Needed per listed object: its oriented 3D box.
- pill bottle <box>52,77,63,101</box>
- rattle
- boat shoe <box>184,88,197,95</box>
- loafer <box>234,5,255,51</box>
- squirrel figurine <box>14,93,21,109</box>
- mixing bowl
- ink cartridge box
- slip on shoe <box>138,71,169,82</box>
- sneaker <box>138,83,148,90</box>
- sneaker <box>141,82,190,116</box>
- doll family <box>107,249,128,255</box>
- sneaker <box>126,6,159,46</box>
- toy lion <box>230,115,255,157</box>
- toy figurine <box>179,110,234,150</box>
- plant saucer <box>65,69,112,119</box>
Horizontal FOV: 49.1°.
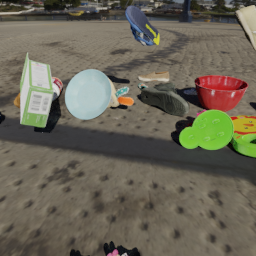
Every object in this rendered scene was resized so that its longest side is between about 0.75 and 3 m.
[{"bbox_3d":[-3.661,-1.839,13.428,0.839,0.839,1.532,-2,26,-3],"label":"pill bottle"},{"bbox_3d":[-1.127,-1.295,11.671,1.647,1.501,2.306,-8,32,-39],"label":"rattle"},{"bbox_3d":[3.284,-1.867,14.085,0.952,0.311,0.350,3,27,6],"label":"boat shoe"},{"bbox_3d":[3.597,-2.778,7.922,0.562,1.647,0.623,-31,46,26],"label":"loafer"},{"bbox_3d":[-4.318,-1.493,12.289,1.423,1.007,1.328,-14,50,36],"label":"squirrel figurine"},{"bbox_3d":[3.961,-1.422,12.191,2.212,1.198,2.212,0,26,0],"label":"mixing bowl"},{"bbox_3d":[-2.864,-1.247,8.665,0.715,1.252,2.412,8,32,-27],"label":"ink cartridge box"},{"bbox_3d":[1.493,-3.015,16.145,1.769,0.536,0.673,6,27,11],"label":"slip on shoe"},{"bbox_3d":[0.736,-2.159,14.721,0.303,0.270,0.757,-14,31,-36],"label":"sneaker"},{"bbox_3d":[1.922,-1.368,12.277,1.527,1.019,2.666,-24,29,-28],"label":"sneaker"},{"bbox_3d":[-0.227,2.715,4.667,0.942,0.684,1.518,11,10,37],"label":"doll family"},{"bbox_3d":[0.392,-3.499,9.898,0.767,0.690,1.865,0,-23,37],"label":"sneaker"},{"bbox_3d":[4.253,0.213,9.494,2.476,0.887,2.583,7,27,30],"label":"toy lion"},{"bbox_3d":[2.606,-0.021,9.842,1.777,1.334,1.635,-22,10,10],"label":"toy figurine"},{"bbox_3d":[-1.588,-1.360,11.648,2.129,2.129,0.410,11,-5,21],"label":"plant saucer"}]
